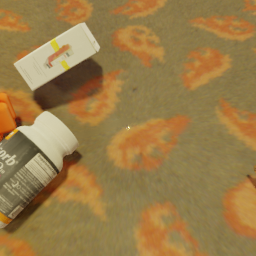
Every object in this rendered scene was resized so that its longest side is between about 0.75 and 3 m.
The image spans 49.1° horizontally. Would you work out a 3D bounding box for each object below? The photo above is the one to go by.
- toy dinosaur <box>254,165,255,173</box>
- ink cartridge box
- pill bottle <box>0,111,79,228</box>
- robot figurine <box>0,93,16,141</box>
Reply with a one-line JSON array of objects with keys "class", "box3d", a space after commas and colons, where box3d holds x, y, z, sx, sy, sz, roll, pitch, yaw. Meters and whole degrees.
[{"class": "toy dinosaur", "box3d": [3.398, 1.376, 7.020, 0.566, 0.322, 1.065, -17, 91, -6]}, {"class": "ink cartridge box", "box3d": [-1.937, -2.093, 7.977, 2.091, 0.872, 1.518, -28, 21, 7]}, {"class": "pill bottle", "box3d": [-2.542, 0.907, 6.714, 1.529, 1.529, 2.628, 35, 67, 19]}, {"class": "robot figurine", "box3d": [-4.298, -0.119, 7.211, 2.591, 1.511, 1.864, -16, 79, -11]}]
